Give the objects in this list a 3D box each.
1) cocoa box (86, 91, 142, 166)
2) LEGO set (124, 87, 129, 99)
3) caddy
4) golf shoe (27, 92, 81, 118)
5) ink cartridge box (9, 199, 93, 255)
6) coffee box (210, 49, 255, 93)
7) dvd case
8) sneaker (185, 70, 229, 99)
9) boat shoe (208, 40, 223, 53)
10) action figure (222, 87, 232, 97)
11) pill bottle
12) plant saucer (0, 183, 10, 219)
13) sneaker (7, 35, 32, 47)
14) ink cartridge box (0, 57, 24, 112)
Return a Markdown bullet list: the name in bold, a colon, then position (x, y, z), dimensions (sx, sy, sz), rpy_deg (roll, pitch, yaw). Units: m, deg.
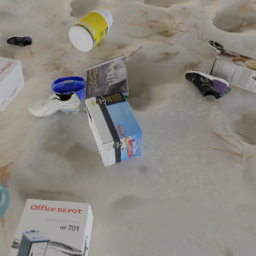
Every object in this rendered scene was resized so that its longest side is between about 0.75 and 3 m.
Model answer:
- **cocoa box**: position (-0.502, -0.020, 9.830), dimensions (1.385, 1.407, 2.110), rpy_deg (-16, 52, -13)
- **LEGO set**: position (-0.374, -1.338, 11.235), dimensions (0.581, 1.003, 0.771), rpy_deg (27, 78, 9)
- **caddy**: position (-2.425, -1.674, 11.634), dimensions (1.443, 0.757, 1.020), rpy_deg (-8, 50, -6)
- **golf shoe**: position (-2.948, -1.035, 10.944), dimensions (2.111, 1.026, 0.827), rpy_deg (-9, 53, -5)
- **ink cartridge box**: position (-2.029, 3.277, 7.351), dimensions (1.843, 1.081, 2.517), rpy_deg (3, 52, 3)
- **coffee box**: position (4.878, -2.433, 11.971), dimensions (2.343, 0.934, 1.340), rpy_deg (25, 40, 19)
- **dvd case**: position (-0.869, -1.930, 11.187), dimensions (1.746, 0.188, 2.348), rpy_deg (-16, 48, 13)
- **sneaker**: position (3.145, -1.811, 11.785), dimensions (1.951, 0.739, 0.854), rpy_deg (25, 81, 36)
- **boat shoe**: position (4.390, -4.141, 13.959), dimensions (0.366, 0.299, 0.990), rpy_deg (-19, 53, -15)
- **action figure**: position (3.758, -1.863, 12.088), dimensions (0.733, 0.339, 1.241), rpy_deg (-30, 53, -19)
- **pill bottle**: position (-1.755, -4.974, 13.972), dimensions (1.336, 1.336, 2.385), rpy_deg (22, 54, 17)
- **plant saucer**: position (-4.587, 2.343, 8.667), dimensions (1.715, 0.235, 1.715), rpy_deg (0, 50, 1)
- **sneaker**: position (-5.441, -4.329, 14.036), dimensions (1.226, 0.464, 0.537), rpy_deg (-12, 57, -10)
- **ink cartridge box**: position (-6.031, -1.980, 11.241), dimensions (2.946, 1.247, 2.129), rpy_deg (12, 43, 1)
